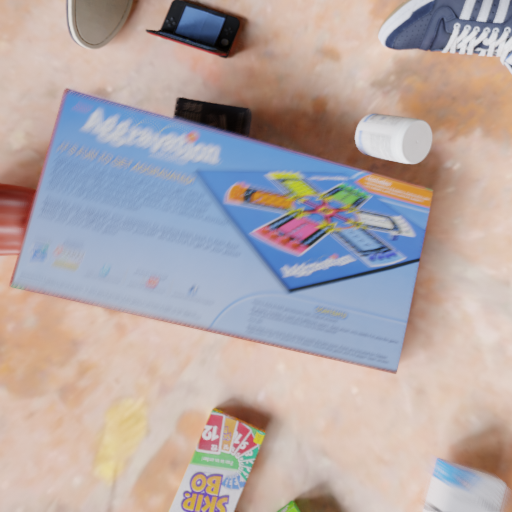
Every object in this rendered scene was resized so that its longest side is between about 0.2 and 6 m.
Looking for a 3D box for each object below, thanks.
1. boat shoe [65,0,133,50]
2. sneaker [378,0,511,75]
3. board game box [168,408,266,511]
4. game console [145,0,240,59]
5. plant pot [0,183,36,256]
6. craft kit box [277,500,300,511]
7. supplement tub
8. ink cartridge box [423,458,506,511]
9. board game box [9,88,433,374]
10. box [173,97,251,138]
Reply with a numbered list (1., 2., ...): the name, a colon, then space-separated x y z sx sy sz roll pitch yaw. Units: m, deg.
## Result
1. boat shoe: -2.688 -4.793 9.380 0.916 1.061 2.920 3 83 44
2. sneaker: 3.602 -3.450 8.873 3.072 1.077 1.667 -18 79 -6
3. board game box: -0.606 3.245 8.119 0.870 0.273 1.822 22 83 5
4. game console: -0.996 -3.728 9.091 1.239 0.736 1.068 19 81 3
5. plant pot: -3.968 -0.548 8.278 1.322 1.359 1.359 2 80 -5
6. craft kit box: 0.305 4.672 7.792 1.702 0.418 1.723 -33 82 -8
7. supplement tub: 2.004 -1.737 8.253 0.650 0.985 0.650 -12 114 -29
8. ink cartridge box: 2.858 3.581 7.852 0.853 0.497 1.180 20 80 -7
9. board game box: -0.326 -0.281 8.070 5.495 0.534 2.829 14 84 -8
10. box: -0.713 -1.902 8.778 1.173 0.612 0.868 11 88 1
